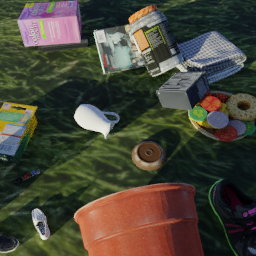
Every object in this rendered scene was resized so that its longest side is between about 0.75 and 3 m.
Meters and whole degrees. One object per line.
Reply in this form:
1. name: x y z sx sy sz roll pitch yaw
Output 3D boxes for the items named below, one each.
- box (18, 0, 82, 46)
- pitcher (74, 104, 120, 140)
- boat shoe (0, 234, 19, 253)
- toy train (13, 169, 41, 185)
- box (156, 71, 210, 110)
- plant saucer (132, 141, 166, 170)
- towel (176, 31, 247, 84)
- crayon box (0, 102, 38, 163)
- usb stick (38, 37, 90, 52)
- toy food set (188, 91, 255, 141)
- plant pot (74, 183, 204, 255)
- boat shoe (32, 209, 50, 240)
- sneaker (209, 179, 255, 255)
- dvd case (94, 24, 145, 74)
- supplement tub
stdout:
1. box: -3.446 -4.829 12.813 2.482 1.200 2.183 -6 41 -2
2. pitcher: -1.085 -0.362 10.035 1.390 0.843 1.193 29 44 8
3. boat shoe: -3.567 3.097 7.638 1.170 0.364 0.437 10 52 6
4. toy train: -3.214 1.543 8.906 0.893 0.204 0.152 -24 57 -17
5. box: 2.054 -1.406 10.429 1.378 0.849 1.366 11 46 48
6. plant saucer: 0.704 0.869 9.420 1.155 0.211 1.155 0 52 0
7. towel: 3.363 -3.009 11.806 2.493 1.067 2.064 -22 55 -16
8. crayon box: -4.081 0.112 9.775 1.326 0.544 2.109 9 54 6
9. usb stick: -2.912 -3.848 12.871 2.328 0.380 0.645 -8 52 -6
10. toy food set: 3.442 -0.525 10.216 2.462 0.599 2.437 22 56 16
11. plant pot: 0.503 3.146 6.205 3.008 3.008 2.925 -10 62 -8
12. boat shoe: -2.490 2.675 7.966 0.345 0.338 0.975 -27 58 -19
13. sneaker: 3.124 2.581 7.523 1.055 1.151 2.748 -21 56 -15
14. dvd case: 0.059 -3.525 12.151 2.719 0.299 1.985 -14 82 -11
15. supplement tub: 1.078 -3.445 11.147 1.510 1.510 2.464 -30 101 -20
